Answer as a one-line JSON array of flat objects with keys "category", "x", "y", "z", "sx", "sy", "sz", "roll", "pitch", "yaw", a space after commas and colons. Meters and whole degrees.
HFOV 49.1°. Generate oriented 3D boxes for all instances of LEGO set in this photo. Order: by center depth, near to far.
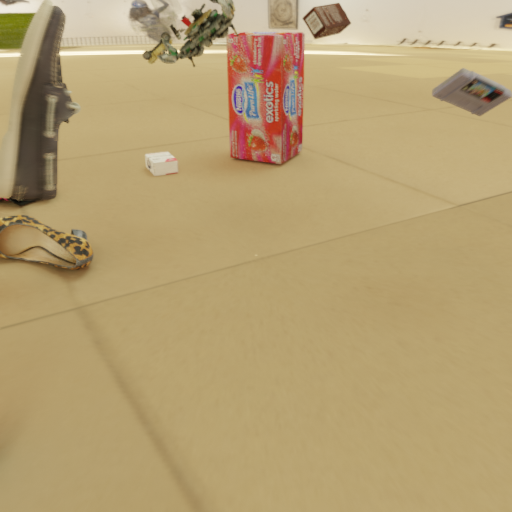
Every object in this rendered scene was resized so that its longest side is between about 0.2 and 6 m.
[{"category": "LEGO set", "x": -1.028, "y": -3.812, "z": 9.765, "sx": 1.679, "sy": 0.733, "sz": 2.585, "roll": -44, "pitch": 25, "yaw": -1}]

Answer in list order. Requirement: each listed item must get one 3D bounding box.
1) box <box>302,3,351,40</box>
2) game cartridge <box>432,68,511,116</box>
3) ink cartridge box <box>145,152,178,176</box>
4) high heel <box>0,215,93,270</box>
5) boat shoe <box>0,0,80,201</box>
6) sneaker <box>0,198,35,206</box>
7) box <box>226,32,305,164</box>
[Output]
[{"category": "box", "x": 1.329, "y": -4.409, "z": 10.496, "sx": 0.947, "sy": 0.474, "sz": 0.355, "roll": -32, "pitch": 2, "yaw": -42}, {"category": "game cartridge", "x": 2.981, "y": -2.238, "z": 7.721, "sx": 0.918, "sy": 0.176, "sz": 0.595, "roll": 13, "pitch": -17, "yaw": -24}, {"category": "ink cartridge box", "x": -2.328, "y": -2.267, "z": 13.753, "sx": 0.604, "sy": 0.352, "sz": 0.834, "roll": -11, "pitch": 28, "yaw": -22}, {"category": "high heel", "x": -3.635, "y": -0.152, "z": 8.883, "sx": 1.995, "sy": 0.712, "sz": 1.422, "roll": 0, "pitch": 18, "yaw": -21}, {"category": "boat shoe", "x": -2.946, "y": -2.069, "z": 7.810, "sx": 0.861, "sy": 2.745, "sz": 0.997, "roll": 10, "pitch": 15, "yaw": -30}, {"category": "sneaker", "x": -5.148, "y": -1.427, "z": 11.529, "sx": 2.061, "sy": 0.760, "sz": 0.901, "roll": -7, "pitch": 20, "yaw": -25}, {"category": "box", "x": 0.256, "y": -4.043, "z": 14.267, "sx": 1.541, "sy": 3.091, "sz": 1.476, "roll": 11, "pitch": 27, "yaw": 24}]
